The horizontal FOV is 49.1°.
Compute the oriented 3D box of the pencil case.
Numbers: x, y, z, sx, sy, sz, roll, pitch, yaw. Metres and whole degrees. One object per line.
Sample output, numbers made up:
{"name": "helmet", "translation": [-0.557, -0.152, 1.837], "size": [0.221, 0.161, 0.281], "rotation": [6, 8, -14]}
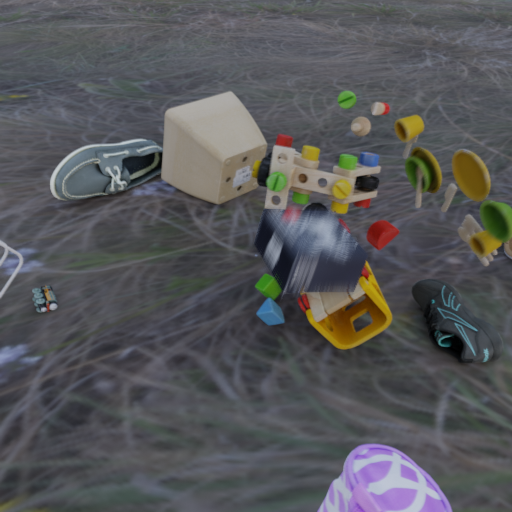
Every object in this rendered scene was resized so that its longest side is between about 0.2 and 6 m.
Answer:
{"name": "pencil case", "translation": [0.714, 2.911, 5.104], "size": [1.087, 2.542, 1.067], "rotation": [9, 25, -37]}

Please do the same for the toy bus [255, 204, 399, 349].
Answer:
{"name": "toy bus", "translation": [1.423, 0.410, 9.748], "size": [2.341, 1.282, 2.481], "rotation": [5, 57, 50]}

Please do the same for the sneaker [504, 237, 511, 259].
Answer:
{"name": "sneaker", "translation": [5.866, -0.573, 11.827], "size": [0.722, 1.117, 2.059], "rotation": [27, 73, 30]}

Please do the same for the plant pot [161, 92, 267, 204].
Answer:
{"name": "plant pot", "translation": [-0.893, -2.436, 13.441], "size": [2.015, 2.017, 1.786], "rotation": [-28, 56, -34]}

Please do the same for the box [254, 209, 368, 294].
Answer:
{"name": "box", "translation": [0.538, -0.066, 5.757], "size": [0.818, 0.467, 0.898], "rotation": [1, 34, -25]}

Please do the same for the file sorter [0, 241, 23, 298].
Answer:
{"name": "file sorter", "translation": [-5.368, -0.029, 9.945], "size": [1.952, 1.354, 1.215], "rotation": [24, 77, 30]}

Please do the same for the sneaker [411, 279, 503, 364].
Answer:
{"name": "sneaker", "translation": [3.163, 1.052, 9.331], "size": [0.774, 0.737, 1.954], "rotation": [-16, 37, -19]}

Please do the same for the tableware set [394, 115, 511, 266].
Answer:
{"name": "tableware set", "translation": [2.933, -1.078, 8.624], "size": [0.401, 1.762, 2.615], "rotation": [-24, 66, -8]}

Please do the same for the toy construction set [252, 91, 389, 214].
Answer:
{"name": "toy construction set", "translation": [1.007, -1.375, 8.261], "size": [1.905, 2.285, 1.756], "rotation": [40, 22, 6]}

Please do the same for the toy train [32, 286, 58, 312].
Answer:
{"name": "toy train", "translation": [-3.826, 0.779, 10.147], "size": [0.369, 0.276, 0.647], "rotation": [-9, 35, -29]}

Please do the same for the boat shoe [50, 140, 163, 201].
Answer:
{"name": "boat shoe", "translation": [-3.404, -2.087, 13.511], "size": [0.986, 1.162, 3.192], "rotation": [20, 34, 33]}
